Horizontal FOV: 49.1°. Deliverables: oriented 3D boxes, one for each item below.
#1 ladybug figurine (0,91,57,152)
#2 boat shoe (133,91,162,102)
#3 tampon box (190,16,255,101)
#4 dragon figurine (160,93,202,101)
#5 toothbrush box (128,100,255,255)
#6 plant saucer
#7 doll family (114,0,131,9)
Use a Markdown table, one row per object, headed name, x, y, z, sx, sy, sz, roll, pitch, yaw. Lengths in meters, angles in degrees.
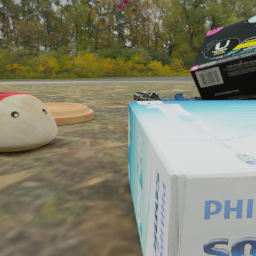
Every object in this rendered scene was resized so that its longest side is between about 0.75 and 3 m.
| name | x | y | z | sx | sy | sz | roll | pitch | yaw |
| --- | --- | --- | --- | --- | --- | --- | --- | --- | --- |
| ladybug figurine | -2.791 | -0.241 | 6.067 | 2.946 | 1.060 | 2.000 | 8 | 14 | 35 |
| boat shoe | 0.913 | -1.253 | 12.124 | 0.760 | 0.684 | 2.149 | -8 | 14 | -36 |
| tampon box | 3.714 | -2.132 | 9.328 | 2.231 | 1.879 | 2.977 | -8 | 37 | 35 |
| dragon figurine | 2.056 | -0.872 | 10.105 | 1.231 | 0.729 | 2.475 | 8 | 15 | 34 |
| toothbrush box | 1.029 | 0.417 | 2.605 | 1.922 | 1.120 | 2.626 | -1 | 11 | -5 |
| plant saucer | -2.471 | -0.514 | 9.103 | 2.701 | 0.436 | 2.701 | 0 | 10 | 0 |
| doll family | 0.008 | -2.546 | 4.408 | 0.542 | 1.203 | 0.747 | 51 | -1 | 30 |
